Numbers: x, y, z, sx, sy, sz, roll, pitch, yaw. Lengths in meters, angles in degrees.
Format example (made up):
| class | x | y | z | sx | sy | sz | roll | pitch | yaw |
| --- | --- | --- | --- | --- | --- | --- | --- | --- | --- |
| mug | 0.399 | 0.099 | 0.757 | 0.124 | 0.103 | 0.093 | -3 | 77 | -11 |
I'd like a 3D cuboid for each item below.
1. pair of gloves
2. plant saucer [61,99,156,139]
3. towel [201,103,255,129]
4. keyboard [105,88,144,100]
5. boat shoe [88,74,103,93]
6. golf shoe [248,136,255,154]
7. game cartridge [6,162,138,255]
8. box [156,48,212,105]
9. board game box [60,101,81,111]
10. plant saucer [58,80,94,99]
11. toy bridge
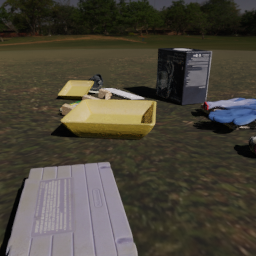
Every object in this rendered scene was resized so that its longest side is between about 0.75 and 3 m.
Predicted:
| class | x | y | z | sx | sy | sz | roll | pitch | yaw |
| --- | --- | --- | --- | --- | --- | --- | --- | --- | --- |
| pair of gloves | 3.853 | -0.605 | 9.803 | 2.229 | 0.316 | 2.773 | -3 | 19 | 9 |
| plant saucer | -0.477 | -0.305 | 9.469 | 2.809 | 0.681 | 2.809 | 2 | 19 | 6 |
| towel | 4.037 | -0.572 | 10.557 | 1.710 | 0.445 | 2.580 | -3 | 20 | -12 |
| keyboard | -0.345 | -1.765 | 14.352 | 0.795 | 0.151 | 2.825 | -13 | 24 | -34 |
| boat shoe | -1.780 | -2.496 | 15.298 | 0.883 | 0.784 | 2.364 | 16 | 20 | 3 |
| golf shoe | 4.248 | 0.382 | 7.491 | 1.935 | 0.703 | 0.891 | 1 | 20 | 2 |
| game cartridge | -1.004 | 1.443 | 4.905 | 1.796 | 0.532 | 2.771 | -8 | 21 | -9 |
| box | 2.524 | -2.506 | 13.169 | 1.459 | 2.314 | 2.354 | -9 | 22 | -24 |
| board game box | -2.184 | -0.918 | 11.973 | 0.732 | 0.164 | 1.398 | 7 | 20 | 24 |
| plant saucer | -2.488 | -1.824 | 13.691 | 1.405 | 0.340 | 1.405 | 4 | 40 | 15 |
| toy bridge | -1.448 | -1.074 | 11.824 | 1.007 | 0.408 | 2.997 | 18 | 28 | 21 |
